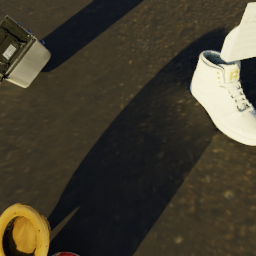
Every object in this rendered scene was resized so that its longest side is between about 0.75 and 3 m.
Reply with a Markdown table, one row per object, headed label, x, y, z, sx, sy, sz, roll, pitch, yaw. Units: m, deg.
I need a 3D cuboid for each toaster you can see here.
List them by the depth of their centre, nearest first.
| label | x | y | z | sx | sy | sz | roll | pitch | yaw |
| --- | --- | --- | --- | --- | --- | --- | --- | --- | --- |
| toaster | -3.500 | -2.264 | 8.634 | 1.613 | 1.059 | 1.784 | 40 | 93 | 25 |

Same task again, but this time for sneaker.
| label | x | y | z | sx | sy | sz | roll | pitch | yaw |
| --- | --- | --- | --- | --- | --- | --- | --- | --- | --- |
| sneaker | 2.832 | -0.937 | 7.743 | 1.060 | 1.663 | 2.878 | -29 | 59 | -17 |

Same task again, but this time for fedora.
| label | x | y | z | sx | sy | sz | roll | pitch | yaw |
| --- | --- | --- | --- | --- | --- | --- | --- | --- | --- |
| fedora | -2.164 | 2.349 | 6.105 | 1.525 | 0.622 | 1.525 | -1 | 87 | 23 |

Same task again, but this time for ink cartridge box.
| label | x | y | z | sx | sy | sz | roll | pitch | yaw |
| --- | --- | --- | --- | --- | --- | --- | --- | --- | --- |
| ink cartridge box | 2.999 | -2.388 | 6.815 | 1.183 | 1.456 | 0.415 | -14 | 43 | -19 |

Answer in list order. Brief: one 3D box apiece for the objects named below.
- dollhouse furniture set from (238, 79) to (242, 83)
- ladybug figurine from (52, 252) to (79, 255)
| label | x | y | z | sx | sy | sz | roll | pitch | yaw |
| --- | --- | --- | --- | --- | --- | --- | --- | --- | --- |
| dollhouse furniture set | 3.133 | -1.480 | 8.842 | 0.532 | 0.454 | 1.026 | -36 | 68 | -1 |
| ladybug figurine | -1.288 | 3.070 | 5.996 | 1.110 | 0.399 | 0.754 | 13 | 58 | 8 |
